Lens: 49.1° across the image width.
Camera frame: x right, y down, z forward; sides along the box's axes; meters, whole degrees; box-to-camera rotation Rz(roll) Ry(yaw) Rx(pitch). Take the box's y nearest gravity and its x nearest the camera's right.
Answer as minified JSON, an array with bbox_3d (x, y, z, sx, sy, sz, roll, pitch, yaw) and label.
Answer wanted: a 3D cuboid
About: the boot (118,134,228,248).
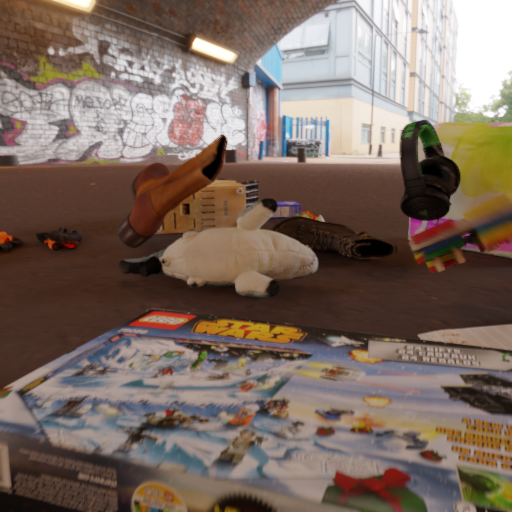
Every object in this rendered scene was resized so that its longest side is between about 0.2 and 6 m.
[{"bbox_3d":[-1.534,-1.585,10.731,2.537,0.869,2.388,-36,22,34],"label":"boot"}]

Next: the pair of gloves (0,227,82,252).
[{"bbox_3d":[-4.721,-0.363,11.608,2.125,0.263,1.893,-4,12,-20],"label":"pair of gloves"}]

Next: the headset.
[{"bbox_3d":[3.225,-1.187,9.778,1.162,2.474,1.528,-6,30,35],"label":"headset"}]

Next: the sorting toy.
[{"bbox_3d":[2.596,-0.203,6.824,1.326,0.465,2.750,-25,-10,14],"label":"sorting toy"}]

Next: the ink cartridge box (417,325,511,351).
[{"bbox_3d":[2.250,0.961,5.441,1.108,0.262,0.887,-6,13,-1],"label":"ink cartridge box"}]

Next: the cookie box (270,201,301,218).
[{"bbox_3d":[0.659,-1.290,15.678,1.021,0.384,0.873,-2,12,-9],"label":"cookie box"}]

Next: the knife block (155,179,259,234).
[{"bbox_3d":[-1.442,-1.375,14.396,3.417,1.093,3.000,-4,12,-18],"label":"knife block"}]

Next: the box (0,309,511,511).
[{"bbox_3d":[0.199,1.094,3.627,3.333,0.665,2.282,4,13,20],"label":"box"}]

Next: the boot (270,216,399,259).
[{"bbox_3d":[1.382,-0.291,10.236,1.961,0.679,1.707,-2,11,-19],"label":"boot"}]

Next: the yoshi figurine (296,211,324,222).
[{"bbox_3d":[1.233,-0.596,12.527,0.566,0.568,1.011,-45,44,-12],"label":"yoshi figurine"}]

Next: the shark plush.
[{"bbox_3d":[-0.627,0.237,8.374,2.995,1.361,1.247,-16,-14,13],"label":"shark plush"}]

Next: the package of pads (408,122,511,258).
[{"bbox_3d":[4.468,-1.329,10.762,1.095,2.480,3.210,-9,14,-38],"label":"package of pads"}]
